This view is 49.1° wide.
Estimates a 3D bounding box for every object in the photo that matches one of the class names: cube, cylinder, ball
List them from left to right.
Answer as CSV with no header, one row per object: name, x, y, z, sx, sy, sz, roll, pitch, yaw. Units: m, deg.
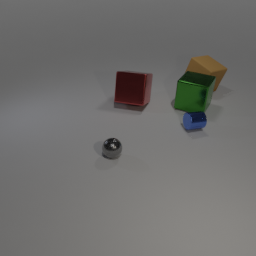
ball,-0.543,0.682,9.620,0.700,0.700,0.700,0,30,0
cube,0.276,-1.892,13.078,1.400,1.400,1.400,9,14,15
cylinder,2.662,-0.306,11.193,0.700,0.700,0.700,-6,30,-18
cube,3.066,-1.632,12.845,1.400,1.400,1.400,17,36,22
cube,3.910,-2.738,14.405,1.400,1.400,1.400,-17,51,-37
